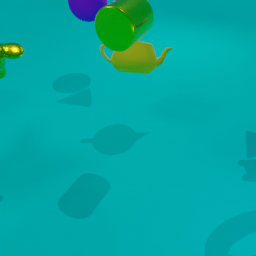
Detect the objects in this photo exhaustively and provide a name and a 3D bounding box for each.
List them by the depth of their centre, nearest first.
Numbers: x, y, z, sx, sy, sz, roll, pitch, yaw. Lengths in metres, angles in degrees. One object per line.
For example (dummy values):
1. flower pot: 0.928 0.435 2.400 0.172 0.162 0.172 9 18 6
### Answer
1. cylinder: -0.057 -1.908 5.056 0.801 0.801 0.801 20 46 22
2. monkey head: -2.844 -1.453 5.173 1.753 1.056 1.261 1 66 -19
3. teapot: 0.222 -1.788 6.846 1.821 0.892 1.132 4 9 -10
4. ball: -1.282 -4.057 8.939 1.260 1.260 1.260 0 39 0
